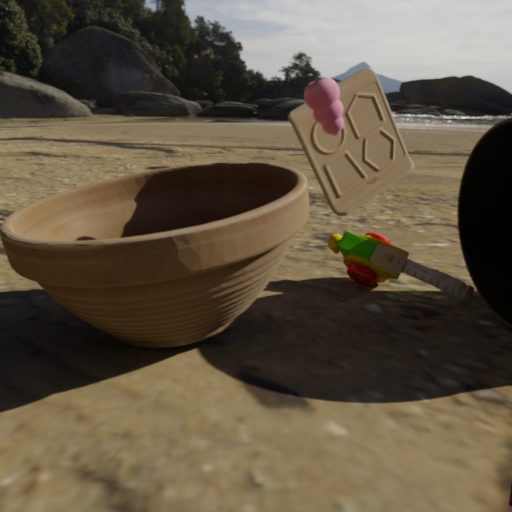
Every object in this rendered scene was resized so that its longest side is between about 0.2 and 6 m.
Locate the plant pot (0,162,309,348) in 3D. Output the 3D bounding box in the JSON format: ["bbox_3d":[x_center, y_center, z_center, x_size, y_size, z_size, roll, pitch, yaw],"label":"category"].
[{"bbox_3d":[-1.021,0.009,6.568,3.394,1.566,3.394,-7,19,2],"label":"plant pot"}]

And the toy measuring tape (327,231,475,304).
[{"bbox_3d":[2.005,0.211,8.047,2.134,0.785,0.785,24,25,19],"label":"toy measuring tape"}]

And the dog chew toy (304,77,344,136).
[{"bbox_3d":[0.914,-1.915,7.259,0.460,0.738,0.460,-22,18,7],"label":"dog chew toy"}]

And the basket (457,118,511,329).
[{"bbox_3d":[4.729,-0.321,6.829,3.435,2.336,3.097,3,33,-8],"label":"basket"}]

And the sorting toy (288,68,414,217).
[{"bbox_3d":[1.388,-1.645,8.153,1.549,1.674,0.305,-34,16,-16],"label":"sorting toy"}]
